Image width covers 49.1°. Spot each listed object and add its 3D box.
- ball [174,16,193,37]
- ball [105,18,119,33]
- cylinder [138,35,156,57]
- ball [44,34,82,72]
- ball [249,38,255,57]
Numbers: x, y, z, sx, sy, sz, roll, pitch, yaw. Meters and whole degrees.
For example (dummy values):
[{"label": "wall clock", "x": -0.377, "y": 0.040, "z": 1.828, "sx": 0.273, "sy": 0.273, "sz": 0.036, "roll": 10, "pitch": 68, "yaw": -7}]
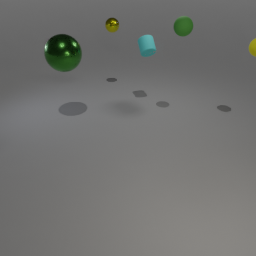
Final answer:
[{"label": "ball", "x": 1.999, "y": -3.672, "z": 10.115, "sx": 0.700, "sy": 0.700, "sz": 0.700, "roll": 0, "pitch": 29, "yaw": 0}, {"label": "ball", "x": -0.776, "y": -5.065, "z": 13.791, "sx": 0.700, "sy": 0.700, "sz": 0.700, "roll": 0, "pitch": 29, "yaw": 0}, {"label": "cylinder", "x": 0.836, "y": -3.628, "z": 12.405, "sx": 0.700, "sy": 0.700, "sz": 0.700, "roll": -12, "pitch": -13, "yaw": -3}, {"label": "ball", "x": -2.451, "y": -2.833, "z": 10.619, "sx": 1.400, "sy": 1.400, "sz": 1.400, "roll": 0, "pitch": 29, "yaw": 0}, {"label": "ball", "x": 4.859, "y": -2.997, "z": 10.385, "sx": 0.700, "sy": 0.700, "sz": 0.700, "roll": 0, "pitch": 29, "yaw": 0}]
